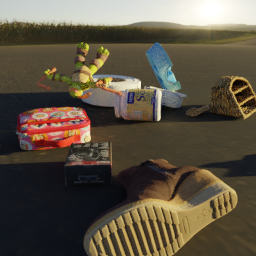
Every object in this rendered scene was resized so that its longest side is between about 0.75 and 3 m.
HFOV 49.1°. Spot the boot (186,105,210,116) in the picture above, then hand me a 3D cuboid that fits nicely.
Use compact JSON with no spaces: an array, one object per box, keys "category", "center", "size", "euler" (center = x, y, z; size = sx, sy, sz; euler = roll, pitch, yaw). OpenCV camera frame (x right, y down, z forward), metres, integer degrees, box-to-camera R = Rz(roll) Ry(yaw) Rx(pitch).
[{"category":"boot","center":[2.421,-0.584,9.678],"size":[0.804,0.291,0.669],"euler":[-16,-3,13]}]

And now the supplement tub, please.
[{"category":"supplement tub","center":[0.340,-0.742,8.931],"size":[1.400,1.018,1.018],"euler":[3,20,8]}]

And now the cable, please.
[{"category":"cable","center":[1.294,-1.173,10.475],"size":[1.530,0.530,1.530],"euler":[9,12,-12]}]

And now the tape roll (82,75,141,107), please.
[{"category":"tape roll","center":[-0.672,-1.543,11.212],"size":[2.378,0.832,2.378],"euler":[3,19,-1]}]

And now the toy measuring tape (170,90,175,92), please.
[{"category":"toy measuring tape","center":[2.006,-1.470,11.933],"size":[0.909,0.335,0.335],"euler":[-12,23,-29]}]

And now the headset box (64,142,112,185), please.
[{"category":"headset box","center":[-0.779,0.725,5.751],"size":[0.902,0.468,1.212],"euler":[-2,21,-4]}]

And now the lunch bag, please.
[{"category":"lunch bag","center":[-1.919,0.046,7.314],"size":[1.831,0.750,1.613],"euler":[-7,26,-17]}]

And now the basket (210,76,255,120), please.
[{"category":"basket","center":[3.802,-1.161,9.772],"size":[1.276,1.222,1.712],"euler":[16,26,39]}]

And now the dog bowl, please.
[{"category":"dog bowl","center":[1.497,-2.502,12.070],"size":[0.607,2.450,1.365],"euler":[-31,44,2]}]

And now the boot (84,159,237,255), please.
[{"category":"boot","center":[0.226,1.152,4.509],"size":[2.414,0.874,2.008],"euler":[-11,11,-25]}]

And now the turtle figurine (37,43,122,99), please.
[{"category":"turtle figurine","center":[-1.375,-1.767,9.384],"size":[2.865,0.923,2.310],"euler":[7,55,13]}]
